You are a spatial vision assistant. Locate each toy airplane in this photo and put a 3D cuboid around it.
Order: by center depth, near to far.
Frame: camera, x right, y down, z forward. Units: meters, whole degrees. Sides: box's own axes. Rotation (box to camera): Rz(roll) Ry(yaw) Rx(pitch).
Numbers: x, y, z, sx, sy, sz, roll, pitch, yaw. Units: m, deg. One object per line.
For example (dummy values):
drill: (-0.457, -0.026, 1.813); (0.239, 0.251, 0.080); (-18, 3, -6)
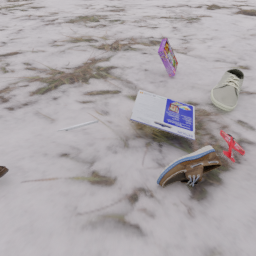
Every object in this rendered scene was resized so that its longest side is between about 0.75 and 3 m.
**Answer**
toy airplane: (2.624, 0.499, 7.122); (0.944, 0.174, 0.944); (25, 45, -27)

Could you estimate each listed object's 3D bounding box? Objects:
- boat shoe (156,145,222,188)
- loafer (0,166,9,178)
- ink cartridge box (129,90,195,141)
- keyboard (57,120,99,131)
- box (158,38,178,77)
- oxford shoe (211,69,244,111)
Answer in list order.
boat shoe: (1.431, 0.960, 6.348); (1.668, 0.603, 0.604); (-26, 58, -18)
loafer: (-3.053, 0.945, 6.318); (0.831, 0.295, 0.303); (-5, 32, 27)
ink cartridge box: (1.009, -0.320, 8.105); (1.827, 0.434, 1.848); (18, 37, 1)
keyboard: (-1.150, -0.060, 6.585); (0.332, 0.063, 1.181); (-1, 10, 31)
box: (1.638, -2.844, 11.332); (0.250, 1.278, 0.874); (-7, 46, 32)
oxford shoe: (3.512, -1.412, 9.731); (0.944, 0.725, 2.512); (30, 43, 9)
